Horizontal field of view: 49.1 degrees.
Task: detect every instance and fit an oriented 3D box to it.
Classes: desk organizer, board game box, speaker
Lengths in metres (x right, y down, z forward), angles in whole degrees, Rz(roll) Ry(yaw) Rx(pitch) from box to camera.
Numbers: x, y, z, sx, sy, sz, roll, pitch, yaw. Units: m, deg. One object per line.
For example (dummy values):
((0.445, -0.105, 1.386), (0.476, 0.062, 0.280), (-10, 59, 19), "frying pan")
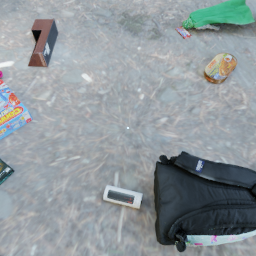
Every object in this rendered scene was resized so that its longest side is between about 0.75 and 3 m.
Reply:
((-3.653, -3.618, 11.805), (0.857, 0.799, 2.227), (2, 57, 4), "desk organizer")
((-4.476, 1.587, 8.729), (1.030, 0.214, 1.523), (32, 63, 19), "board game box")
((-4.801, -0.522, 9.892), (2.023, 0.565, 1.981), (-37, 64, -21), "board game box")
((-0.135, 2.039, 8.293), (1.125, 0.457, 0.457), (13, 58, 8), "speaker")
((2.529, -4.326, 12.688), (0.402, 0.076, 0.781), (-23, 60, -15), "board game box")

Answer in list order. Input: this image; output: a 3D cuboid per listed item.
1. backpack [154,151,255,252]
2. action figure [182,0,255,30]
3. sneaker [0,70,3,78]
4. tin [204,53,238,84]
((2.176, 1.974, 7.512), (2.907, 1.840, 2.426), (1, 68, -1), "backpack")
((3.874, -4.960, 12.549), (2.952, 0.807, 1.743), (-11, 59, 1), "action figure")
((-5.542, -1.717, 10.595), (0.673, 0.727, 1.803), (21, 59, 11), "sneaker")
((3.728, -2.427, 11.304), (0.936, 0.350, 1.671), (37, 64, 17), "tin")
